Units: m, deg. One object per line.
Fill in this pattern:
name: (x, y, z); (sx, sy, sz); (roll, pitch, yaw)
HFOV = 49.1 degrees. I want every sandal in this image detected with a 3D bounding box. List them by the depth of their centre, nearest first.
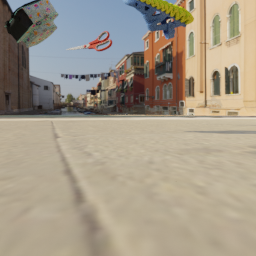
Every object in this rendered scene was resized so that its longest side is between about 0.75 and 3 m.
sandal: (0.674, -2.625, 6.590); (1.829, 0.796, 0.727); (14, 39, -27)

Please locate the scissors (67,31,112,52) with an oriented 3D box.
scissors: (-1.356, -2.717, 9.450); (1.873, 0.685, 0.130); (-14, -19, 23)

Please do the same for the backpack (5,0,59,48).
backpack: (-1.974, -2.281, 6.024); (0.886, 0.773, 1.008); (-19, 30, 50)
